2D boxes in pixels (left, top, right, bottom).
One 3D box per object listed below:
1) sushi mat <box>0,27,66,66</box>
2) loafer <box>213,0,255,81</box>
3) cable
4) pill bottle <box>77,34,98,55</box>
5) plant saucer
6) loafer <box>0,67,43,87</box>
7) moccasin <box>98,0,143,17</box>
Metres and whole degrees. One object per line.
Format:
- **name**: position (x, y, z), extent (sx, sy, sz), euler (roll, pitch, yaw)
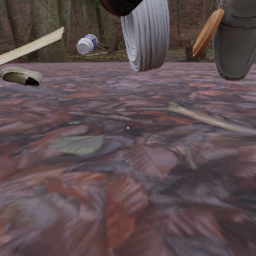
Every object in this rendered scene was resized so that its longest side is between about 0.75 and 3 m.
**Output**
- **sushi mat**: position (-2.933, -2.177, 7.885), extent (2.494, 0.151, 1.193), euler (-22, 33, 4)
- **loafer**: position (1.785, -1.901, 4.408), extent (0.808, 2.312, 0.807), euler (6, 14, 16)
- **cable**: position (0.485, -3.343, 9.265), extent (1.015, 2.932, 2.933), euler (-11, -5, -9)
- **pill bottle**: position (-1.620, -3.281, 11.096), extent (0.632, 0.632, 1.138), euler (2, 30, 8)
- **plant saucer**: position (1.226, -1.480, 4.384), extent (0.128, 0.795, 0.795), euler (26, 17, -1)
- **loafer**: position (-2.333, -1.111, 6.187), extent (0.908, 0.344, 0.310), euler (0, 47, -30)
- **moccasin**: position (0.461, -2.501, 4.028), extent (0.804, 2.197, 0.848), euler (38, 12, -37)
